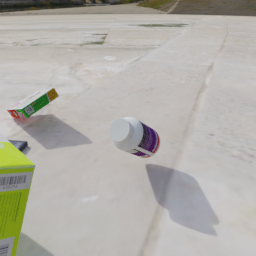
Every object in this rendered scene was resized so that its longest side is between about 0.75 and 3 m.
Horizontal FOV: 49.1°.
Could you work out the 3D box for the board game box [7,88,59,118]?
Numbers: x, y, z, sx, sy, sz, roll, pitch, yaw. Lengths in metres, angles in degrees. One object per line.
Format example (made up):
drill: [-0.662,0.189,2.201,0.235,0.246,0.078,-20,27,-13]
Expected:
board game box: [-2.683,-0.693,7.849,1.068,0.281,1.396,-42,25,-28]

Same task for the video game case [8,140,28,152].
video game case: [-3.205,0.536,6.373,1.461,0.139,1.044,5,27,9]

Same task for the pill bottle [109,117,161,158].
pill bottle: [0.134,0.186,5.603,0.672,0.672,1.194,20,-5,34]

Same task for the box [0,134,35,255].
box: [-2.401,0.755,4.179,0.642,1.643,2.695,4,17,-46]
